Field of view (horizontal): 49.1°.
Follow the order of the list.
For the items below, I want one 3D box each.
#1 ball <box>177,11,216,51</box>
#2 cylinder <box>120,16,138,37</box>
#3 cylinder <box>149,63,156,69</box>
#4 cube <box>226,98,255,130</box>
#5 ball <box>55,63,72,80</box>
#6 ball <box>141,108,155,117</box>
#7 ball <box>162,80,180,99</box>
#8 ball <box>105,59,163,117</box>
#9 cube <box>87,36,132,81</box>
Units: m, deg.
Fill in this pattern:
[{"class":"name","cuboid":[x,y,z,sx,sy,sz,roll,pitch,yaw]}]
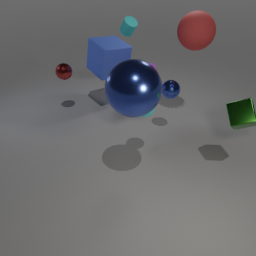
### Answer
[{"class":"ball","cuboid":[2.528,-3.587,10.360,1.400,1.400,1.400,0,31,0]},{"class":"cylinder","cuboid":[0.028,-4.980,13.748,0.700,0.700,0.700,12,58,-20]},{"class":"cylinder","cuboid":[0.754,-2.449,12.057,0.700,0.700,0.700,2,29,-19]},{"class":"cube","cuboid":[3.326,-0.393,8.154,0.700,0.700,0.700,-13,-15,26]},{"class":"ball","cuboid":[-2.691,-2.369,11.765,0.700,0.700,0.700,0,31,0]},{"class":"ball","cuboid":[0.503,-0.682,8.715,0.700,0.700,0.700,0,31,0]},{"class":"ball","cuboid":[1.574,-1.419,10.314,0.700,0.700,0.700,0,31,0]},{"class":"ball","cuboid":[0.134,-0.956,6.802,1.400,1.400,1.400,0,31,0]},{"class":"cube","cuboid":[-0.849,-3.089,12.271,1.400,1.400,1.400,-17,43,-32]}]
